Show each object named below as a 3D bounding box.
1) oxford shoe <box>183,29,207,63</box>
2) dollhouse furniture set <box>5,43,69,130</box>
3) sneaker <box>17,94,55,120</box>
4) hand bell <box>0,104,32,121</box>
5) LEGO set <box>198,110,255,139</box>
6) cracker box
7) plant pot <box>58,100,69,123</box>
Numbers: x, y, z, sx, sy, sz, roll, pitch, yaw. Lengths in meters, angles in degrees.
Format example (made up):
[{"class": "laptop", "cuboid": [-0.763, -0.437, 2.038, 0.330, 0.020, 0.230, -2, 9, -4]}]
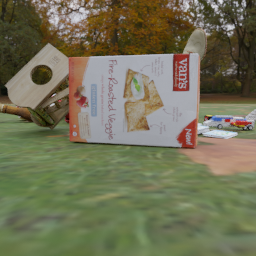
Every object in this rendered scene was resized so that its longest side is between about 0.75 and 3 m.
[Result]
[{"class": "oxford shoe", "cuboid": [2.478, -2.730, 11.074, 0.829, 2.343, 0.865, 22, 22, 23]}, {"class": "dollhouse furniture set", "cuboid": [-1.339, -0.247, 7.097, 2.377, 1.495, 2.688, 39, -13, 10]}, {"class": "sneaker", "cuboid": [-3.596, -0.918, 11.288, 1.513, 1.090, 2.895, 4, 9, -12]}, {"class": "hand bell", "cuboid": [-4.104, -0.601, 9.597, 2.832, 1.475, 1.475, 12, 4, -10]}, {"class": "LEGO set", "cuboid": [2.080, -0.217, 7.255, 1.927, 0.633, 2.580, 9, 10, 38]}, {"class": "cracker box", "cuboid": [0.098, -0.495, 5.081, 2.318, 1.552, 0.669, 2, 6, 15]}, {"class": "plant pot", "cuboid": [-1.834, -0.662, 9.531, 0.922, 0.840, 0.922, -10, 20, 4]}]
